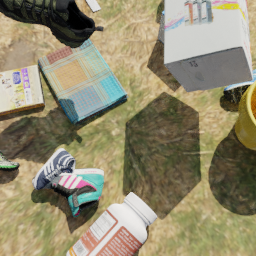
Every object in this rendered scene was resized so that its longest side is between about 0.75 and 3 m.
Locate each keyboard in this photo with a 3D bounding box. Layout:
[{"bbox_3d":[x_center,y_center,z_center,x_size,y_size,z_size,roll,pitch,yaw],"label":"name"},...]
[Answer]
[{"bbox_3d":[-1.500,-5.121,11.184,0.338,0.064,1.202,-28,74,-9],"label":"keyboard"}]

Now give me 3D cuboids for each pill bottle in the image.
[{"bbox_3d":[-0.376,3.034,7.738,1.374,1.374,2.449,42,76,13],"label":"pill bottle"}]

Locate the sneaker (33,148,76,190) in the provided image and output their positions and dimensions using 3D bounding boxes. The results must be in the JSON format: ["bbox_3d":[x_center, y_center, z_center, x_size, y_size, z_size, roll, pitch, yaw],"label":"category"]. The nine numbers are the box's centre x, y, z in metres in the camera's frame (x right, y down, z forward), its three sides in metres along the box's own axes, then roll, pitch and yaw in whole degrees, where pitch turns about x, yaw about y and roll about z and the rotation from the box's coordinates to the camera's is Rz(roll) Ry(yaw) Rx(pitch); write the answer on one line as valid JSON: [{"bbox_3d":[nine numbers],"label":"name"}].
[{"bbox_3d":[-1.329,0.827,5.162,0.481,0.311,0.886,26,73,31],"label":"sneaker"}]

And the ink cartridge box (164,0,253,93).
[{"bbox_3d":[2.064,-2.463,7.163,1.810,1.818,2.503,-6,71,30],"label":"ink cartridge box"}]

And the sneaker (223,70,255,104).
[{"bbox_3d":[4.333,-1.510,9.691,2.154,0.844,0.969,-17,38,4],"label":"sneaker"}]

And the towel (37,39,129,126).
[{"bbox_3d":[-1.649,-1.751,9.912,2.180,0.323,2.973,-29,74,-10],"label":"towel"}]

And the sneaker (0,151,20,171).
[{"bbox_3d":[-4.083,0.995,8.864,1.396,0.545,0.595,14,72,5],"label":"sneaker"}]

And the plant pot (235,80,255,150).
[{"bbox_3d":[4.294,-0.261,8.466,2.223,2.091,2.223,0,72,0],"label":"plant pot"}]

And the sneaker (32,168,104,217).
[{"bbox_3d":[-1.772,1.985,8.379,2.183,0.913,1.318,-5,62,-3],"label":"sneaker"}]

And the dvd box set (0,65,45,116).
[{"bbox_3d":[-4.059,-1.270,9.751,2.114,0.311,1.547,-14,72,-5],"label":"dvd box set"}]

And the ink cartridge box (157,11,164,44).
[{"bbox_3d":[2.452,-3.841,10.003,2.334,1.461,1.500,-41,76,-12],"label":"ink cartridge box"}]

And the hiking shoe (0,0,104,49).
[{"bbox_3d":[-2.047,-3.152,7.030,2.973,1.496,1.126,19,74,-38],"label":"hiking shoe"}]
